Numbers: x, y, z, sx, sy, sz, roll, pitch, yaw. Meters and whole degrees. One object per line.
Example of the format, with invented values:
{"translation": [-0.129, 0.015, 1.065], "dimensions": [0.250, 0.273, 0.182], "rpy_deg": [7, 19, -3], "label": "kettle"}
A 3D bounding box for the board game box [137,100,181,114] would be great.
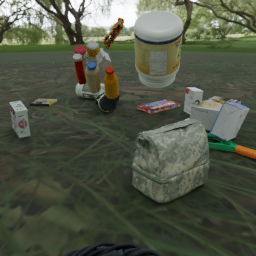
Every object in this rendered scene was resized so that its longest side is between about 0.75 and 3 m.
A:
{"translation": [1.651, -1.151, 14.811], "dimensions": [2.187, 0.213, 1.126], "rpy_deg": [-16, 26, -37], "label": "board game box"}

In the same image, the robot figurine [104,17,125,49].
{"translation": [-0.774, -4.982, 14.811], "dimensions": [0.487, 1.673, 1.213], "rpy_deg": [33, -7, -6], "label": "robot figurine"}

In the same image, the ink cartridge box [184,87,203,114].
{"translation": [3.207, -1.325, 13.798], "dimensions": [0.524, 1.223, 0.903], "rpy_deg": [-5, 21, -14], "label": "ink cartridge box"}

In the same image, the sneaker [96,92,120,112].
{"translation": [-1.217, -1.353, 14.815], "dimensions": [1.098, 0.951, 2.652], "rpy_deg": [-20, 13, 18], "label": "sneaker"}

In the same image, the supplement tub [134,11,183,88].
{"translation": [1.349, -3.487, 12.728], "dimensions": [2.110, 2.922, 2.110], "rpy_deg": [-2, 50, 3], "label": "supplement tub"}

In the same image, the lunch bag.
{"translation": [1.159, 0.730, 7.453], "dimensions": [2.041, 1.712, 1.422], "rpy_deg": [-13, 24, -32], "label": "lunch bag"}

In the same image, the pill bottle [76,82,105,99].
{"translation": [-2.210, -2.231, 16.677], "dimensions": [1.675, 0.947, 0.947], "rpy_deg": [10, 22, 23], "label": "pill bottle"}

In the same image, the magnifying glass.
{"translation": [3.547, 0.659, 9.817], "dimensions": [1.038, 0.292, 2.609], "rpy_deg": [-15, 23, -42], "label": "magnifying glass"}

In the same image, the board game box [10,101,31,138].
{"translation": [-4.406, -0.383, 11.391], "dimensions": [0.483, 1.110, 1.504], "rpy_deg": [-12, 23, -29], "label": "board game box"}

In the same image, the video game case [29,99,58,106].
{"translation": [-4.706, -1.436, 15.671], "dimensions": [1.183, 0.151, 1.069], "rpy_deg": [3, 21, 11], "label": "video game case"}

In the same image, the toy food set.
{"translation": [-1.172, -2.212, 9.382], "dimensions": [1.252, 1.180, 2.623], "rpy_deg": [-13, 56, -9], "label": "toy food set"}

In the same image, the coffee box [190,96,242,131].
{"translation": [3.908, -0.664, 12.382], "dimensions": [1.353, 0.943, 2.366], "rpy_deg": [17, 26, 38], "label": "coffee box"}

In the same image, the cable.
{"translation": [-0.345, 2.447, 4.408], "dimensions": [2.358, 0.599, 1.924], "rpy_deg": [9, 22, 24], "label": "cable"}

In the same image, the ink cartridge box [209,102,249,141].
{"translation": [3.829, -0.278, 10.409], "dimensions": [0.714, 1.275, 1.869], "rpy_deg": [30, 19, 28], "label": "ink cartridge box"}
